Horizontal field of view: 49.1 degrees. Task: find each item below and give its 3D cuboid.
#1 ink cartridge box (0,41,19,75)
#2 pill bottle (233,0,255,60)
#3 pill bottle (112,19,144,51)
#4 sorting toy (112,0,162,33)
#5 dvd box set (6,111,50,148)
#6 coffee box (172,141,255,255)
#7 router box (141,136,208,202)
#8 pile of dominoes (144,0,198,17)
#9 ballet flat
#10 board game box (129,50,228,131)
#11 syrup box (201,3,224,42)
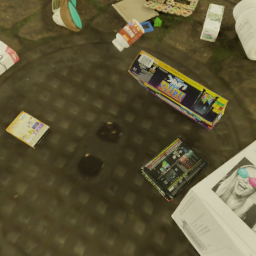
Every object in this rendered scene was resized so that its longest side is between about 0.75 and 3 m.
[{"bbox_3d":[-4.629,-2.425,9.944,0.835,0.486,1.146,35,70,16],"label":"ink cartridge box"},{"bbox_3d":[4.595,-3.621,10.142,1.195,1.195,2.091,-8,64,-4],"label":"pill bottle"},{"bbox_3d":[-0.009,-3.284,9.994,1.097,0.615,0.615,-42,69,6],"label":"pill bottle"},{"bbox_3d":[0.281,-4.631,11.133,1.451,0.351,2.577,-29,69,-21],"label":"sorting toy"},{"bbox_3d":[-3.168,0.042,8.886,1.116,0.164,0.817,28,67,13],"label":"dvd box set"},{"bbox_3d":[3.144,2.094,6.299,2.885,2.913,2.918,-32,68,-15],"label":"coffee box"},{"bbox_3d":[1.333,1.160,8.113,1.591,0.494,1.192,-37,69,-19],"label":"router box"},{"bbox_3d":[1.748,-5.133,11.213,2.002,0.319,1.560,17,52,8],"label":"pile of dominoes"},{"bbox_3d":[-2.465,-4.636,10.906,0.999,0.936,2.761,-20,63,13],"label":"ballet flat"},{"bbox_3d":[1.502,-1.004,8.240,2.670,2.207,0.757,35,93,17],"label":"board game box"},{"bbox_3d":[3.222,-4.016,10.681,0.562,0.581,1.428,16,64,8],"label":"syrup box"}]
